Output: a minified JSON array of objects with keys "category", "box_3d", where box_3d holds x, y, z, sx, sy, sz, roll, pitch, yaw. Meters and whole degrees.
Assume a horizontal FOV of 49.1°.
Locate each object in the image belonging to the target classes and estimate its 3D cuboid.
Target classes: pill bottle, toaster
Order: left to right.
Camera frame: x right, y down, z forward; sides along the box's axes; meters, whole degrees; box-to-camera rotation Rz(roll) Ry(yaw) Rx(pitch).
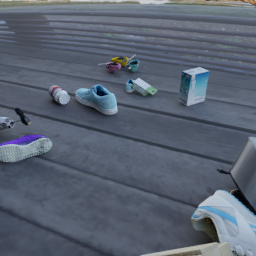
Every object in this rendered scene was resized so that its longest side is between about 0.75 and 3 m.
[{"category":"pill bottle","box_3d":[-3.056,-1.459,12.460,0.599,0.599,1.049,-21,36,-31]},{"category":"toaster","box_3d":[3.633,1.277,6.662,2.140,1.270,1.935,9,28,-12]}]

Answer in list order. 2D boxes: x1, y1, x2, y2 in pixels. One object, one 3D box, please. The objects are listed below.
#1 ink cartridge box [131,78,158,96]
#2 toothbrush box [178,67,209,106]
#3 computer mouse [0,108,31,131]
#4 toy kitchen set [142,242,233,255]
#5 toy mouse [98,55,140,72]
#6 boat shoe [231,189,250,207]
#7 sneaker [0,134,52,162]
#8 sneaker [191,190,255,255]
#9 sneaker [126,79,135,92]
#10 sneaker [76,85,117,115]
[{"category":"ink cartridge box","box_3d":[0.774,-1.862,13.264,1.124,0.333,0.584,35,39,10]},{"category":"toothbrush box","box_3d":[2.856,-1.805,12.215,1.058,1.445,0.616,-18,35,-26]},{"category":"computer mouse","box_3d":[-4.396,-0.237,9.939,1.754,0.962,0.385,-14,64,5]},{"category":"toy kitchen set","box_3d":[0.834,3.077,4.699,1.671,1.848,2.048,-25,-23,32]},{"category":"toy mouse","box_3d":[-0.282,-3.543,16.138,2.691,0.521,2.391,-13,32,-20]},{"category":"boat shoe","box_3d":[3.095,1.812,7.030,1.002,0.361,0.325,17,18,17]},{"category":"sneaker","box_3d":[-3.399,0.579,9.041,1.731,0.602,0.861,-10,25,-24]},{"category":"sneaker","box_3d":[2.456,2.384,5.618,1.056,1.000,2.615,-30,36,-21]},{"category":"sneaker","box_3d":[0.204,-2.199,13.815,0.466,0.517,1.261,4,29,8]},{"category":"sneaker","box_3d":[-1.366,-1.469,12.041,2.536,1.039,0.937,25,37,36]}]
